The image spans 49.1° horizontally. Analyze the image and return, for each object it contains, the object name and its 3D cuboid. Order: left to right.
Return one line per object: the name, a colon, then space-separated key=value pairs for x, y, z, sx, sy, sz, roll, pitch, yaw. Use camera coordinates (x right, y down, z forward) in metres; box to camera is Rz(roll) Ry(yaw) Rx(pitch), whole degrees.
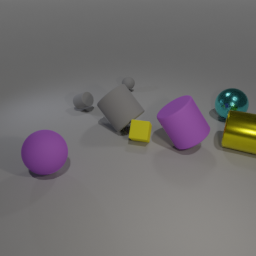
ball: x=-2.582 y=0.749 z=8.720 sx=1.400 sy=1.400 sz=1.400 roll=0 pitch=29 yaw=0
cylinder: x=-2.082 y=-1.281 z=13.036 sx=0.700 sy=0.700 sz=0.700 roll=-11 pitch=16 yaw=42
cylinder: x=-0.289 y=-0.801 z=11.247 sx=1.400 sy=1.400 sz=1.400 roll=52 pitch=42 yaw=0
ball: x=0.015 y=-2.431 z=15.195 sx=0.700 sy=0.700 sz=0.700 roll=0 pitch=29 yaw=0
cube: x=0.476 y=0.122 z=10.542 sx=0.700 sy=0.700 sz=0.700 roll=7 pitch=-9 yaw=13
cylinder: x=1.955 y=-0.204 z=9.912 sx=1.400 sy=1.400 sz=1.400 roll=-32 pitch=17 yaw=11
ball: x=4.499 y=-1.031 z=12.182 sx=1.400 sy=1.400 sz=1.400 roll=0 pitch=29 yaw=0
cylinder: x=4.213 y=0.146 z=10.030 sx=1.400 sy=1.400 sz=1.400 roll=13 pitch=31 yaw=22
